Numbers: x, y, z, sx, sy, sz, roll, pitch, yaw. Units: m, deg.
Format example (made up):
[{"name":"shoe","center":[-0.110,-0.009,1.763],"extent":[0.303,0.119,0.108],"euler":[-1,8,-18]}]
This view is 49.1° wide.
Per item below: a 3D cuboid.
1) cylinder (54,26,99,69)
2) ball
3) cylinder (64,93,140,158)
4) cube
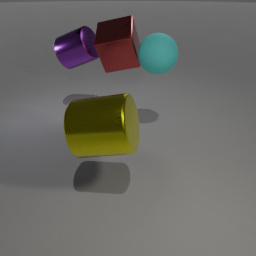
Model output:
[{"name":"cylinder","center":[-2.092,-3.329,11.669],"extent":[1.400,1.400,1.400],"euler":[-13,22,25]},{"name":"ball","center":[1.045,-2.588,9.789],"extent":[1.400,1.400,1.400],"euler":[0,28,0]},{"name":"cylinder","center":[-0.560,-0.043,6.551],"extent":[1.400,1.400,1.400],"euler":[-5,26,15]},{"name":"cube","center":[-0.351,-3.158,10.622],"extent":[1.400,1.400,1.400],"euler":[-7,51,12]}]
